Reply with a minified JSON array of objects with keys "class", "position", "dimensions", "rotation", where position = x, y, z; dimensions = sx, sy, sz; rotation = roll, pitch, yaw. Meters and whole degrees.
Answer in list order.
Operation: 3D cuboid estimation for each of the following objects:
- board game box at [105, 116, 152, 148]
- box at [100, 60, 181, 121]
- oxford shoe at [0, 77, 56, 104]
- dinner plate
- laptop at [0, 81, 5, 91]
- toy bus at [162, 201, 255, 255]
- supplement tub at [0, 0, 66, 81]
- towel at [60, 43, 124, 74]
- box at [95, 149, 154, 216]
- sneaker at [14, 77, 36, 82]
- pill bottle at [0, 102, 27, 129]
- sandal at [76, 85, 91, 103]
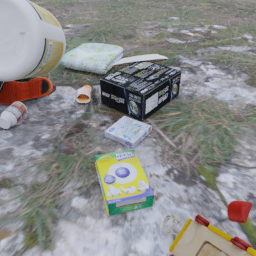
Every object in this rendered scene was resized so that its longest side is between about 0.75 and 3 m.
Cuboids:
[{"class":"board game box","position":[0.017,0.105,9.303],"dimensions":[1.137,0.234,1.140],"rotation":[22,41,28]},{"class":"box","position":[0.521,-1.593,10.933],"dimensions":[2.085,1.097,2.546],"rotation":[25,42,30]},{"class":"oxford shoe","position":[-4.141,-1.407,11.124],"dimensions":[2.630,0.936,0.954],"rotation":[-4,1,7]},{"class":"dinner plate","position":[0.522,-3.094,12.787],"dimensions":[2.618,0.317,2.618],"rotation":[-8,10,1]},{"class":"laptop","position":[-5.252,-1.876,10.227],"dimensions":[2.284,1.323,2.138],"rotation":[22,85,28]},{"class":"toy bus","position":[1.660,2.503,5.144],"dimensions":[1.140,2.081,2.206],"rotation":[42,34,-17]},{"class":"supplement tub","position":[-2.900,-2.390,7.626],"dimensions":[2.060,2.060,2.853],"rotation":[1,13,2]},{"class":"towel","position":[-1.726,-3.591,14.131],"dimensions":[2.360,0.664,2.757],"rotation":[11,37,17]},{"class":"box","position":[-0.179,1.273,7.468],"dimensions":[1.198,0.494,2.041],"rotation":[-9,35,-13]},{"class":"sneaker","position":[-4.927,-2.135,12.007],"dimensions":[2.232,0.848,1.013],"rotation":[6,27,3]},{"class":"pill bottle","position":[-4.040,-0.436,9.770],"dimensions":[0.584,0.584,1.042],"rotation":[8,36,11]},{"class":"sandal","position":[-1.795,-1.491,11.384],"dimensions":[0.562,0.420,1.467],"rotation":[-1,35,-1]}]
